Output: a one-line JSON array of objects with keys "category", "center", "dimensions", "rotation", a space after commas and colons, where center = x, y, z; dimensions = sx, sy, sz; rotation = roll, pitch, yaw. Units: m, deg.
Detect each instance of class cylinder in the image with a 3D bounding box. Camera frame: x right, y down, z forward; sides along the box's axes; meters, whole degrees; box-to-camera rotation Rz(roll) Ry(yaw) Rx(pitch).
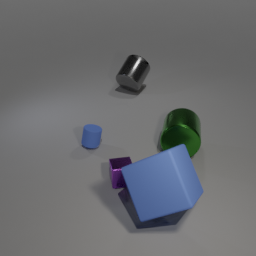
[{"category": "cylinder", "center": [0.267, -2.868, 14.740], "dimensions": [1.400, 1.400, 1.400], "rotation": [18, 68, 27]}, {"category": "cylinder", "center": [1.949, 0.177, 10.263], "dimensions": [1.400, 1.400, 1.400], "rotation": [6, 30, 10]}, {"category": "cylinder", "center": [-1.377, 0.305, 10.619], "dimensions": [0.700, 0.700, 0.700], "rotation": [10, 23, -4]}]

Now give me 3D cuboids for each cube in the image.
[{"category": "cube", "center": [0.912, 1.356, 7.186], "dimensions": [1.400, 1.400, 1.400], "rotation": [-24, -7, 25]}, {"category": "cube", "center": [-0.208, 1.412, 8.932], "dimensions": [0.700, 0.700, 0.700], "rotation": [-6, 26, -10]}]
